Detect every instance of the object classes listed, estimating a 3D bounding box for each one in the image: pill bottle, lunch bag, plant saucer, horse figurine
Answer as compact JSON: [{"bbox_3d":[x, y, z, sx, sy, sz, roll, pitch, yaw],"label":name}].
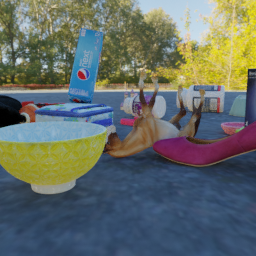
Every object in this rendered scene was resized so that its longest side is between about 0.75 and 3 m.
[{"bbox_3d":[3.926,-1.606,15.139,2.403,1.437,1.437,4,10,19],"label":"pill bottle"},{"bbox_3d":[-1.558,-0.266,8.752,1.852,0.950,2.304,6,10,23],"label":"lunch bag"},{"bbox_3d":[3.583,0.031,8.952,1.168,0.296,1.168,0,9,0],"label":"plant saucer"},{"bbox_3d":[0.872,-0.145,6.590,2.896,1.919,0.723,8,5,-37],"label":"horse figurine"},{"bbox_3d":[0.721,-0.980,12.761,1.815,1.019,1.019,6,11,35],"label":"pill bottle"}]

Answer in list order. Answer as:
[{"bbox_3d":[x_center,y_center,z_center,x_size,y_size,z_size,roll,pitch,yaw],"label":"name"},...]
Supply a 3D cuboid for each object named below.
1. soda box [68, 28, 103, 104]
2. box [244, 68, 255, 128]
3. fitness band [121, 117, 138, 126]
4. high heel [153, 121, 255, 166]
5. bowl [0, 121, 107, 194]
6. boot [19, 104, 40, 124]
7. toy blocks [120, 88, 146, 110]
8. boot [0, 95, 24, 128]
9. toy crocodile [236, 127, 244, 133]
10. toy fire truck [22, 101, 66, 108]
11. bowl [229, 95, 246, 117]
[{"bbox_3d":[-1.488,-2.153,9.956,0.818,2.549,0.865,10,-13,-4],"label":"soda box"},{"bbox_3d":[3.735,-0.387,6.291,1.244,2.003,2.019,-2,9,-15],"label":"box"},{"bbox_3d":[0.289,-0.254,10.935,1.222,0.229,0.877,6,14,38],"label":"fitness band"},{"bbox_3d":[1.883,0.060,5.553,2.851,1.371,0.961,3,10,19],"label":"high heel"},{"bbox_3d":[-1.202,0.474,4.434,1.736,0.934,1.736,1,11,0],"label":"bowl"},{"bbox_3d":[-4.024,-0.518,11.140,1.017,0.712,1.897,-16,19,-42],"label":"boot"},{"bbox_3d":[0.291,-1.671,16.230,1.338,1.205,1.432,6,11,30],"label":"toy blocks"},{"bbox_3d":[-4.842,-0.650,10.753,2.327,1.051,2.840,19,5,35],"label":"boot"},{"bbox_3d":[3.935,0.017,8.133,1.933,0.597,0.653,-5,11,-24],"label":"toy crocodile"},{"bbox_3d":[-4.254,-1.011,14.188,2.414,0.588,1.703,-1,10,-6],"label":"toy fire truck"},{"bbox_3d":[5.929,-1.104,13.621,1.866,0.976,1.866,0,11,0],"label":"bowl"}]
